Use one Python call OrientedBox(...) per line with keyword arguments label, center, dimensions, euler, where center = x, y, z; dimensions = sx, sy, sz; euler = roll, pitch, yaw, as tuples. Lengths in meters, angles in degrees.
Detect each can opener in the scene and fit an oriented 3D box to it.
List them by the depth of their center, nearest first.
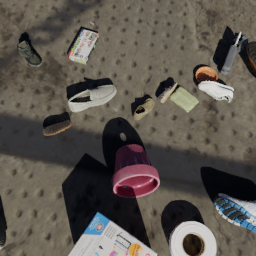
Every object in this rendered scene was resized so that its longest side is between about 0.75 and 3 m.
OrientedBox(label="can opener", center=(4.984, -3.435, 12.934), dimensions=(0.779, 0.622, 2.331), euler=(21, 69, 10))

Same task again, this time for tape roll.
OrientedBox(label="tape roll", center=(2.221, 4.056, 9.730), dimensions=(1.572, 0.550, 1.572), euler=(0, 67, 1))

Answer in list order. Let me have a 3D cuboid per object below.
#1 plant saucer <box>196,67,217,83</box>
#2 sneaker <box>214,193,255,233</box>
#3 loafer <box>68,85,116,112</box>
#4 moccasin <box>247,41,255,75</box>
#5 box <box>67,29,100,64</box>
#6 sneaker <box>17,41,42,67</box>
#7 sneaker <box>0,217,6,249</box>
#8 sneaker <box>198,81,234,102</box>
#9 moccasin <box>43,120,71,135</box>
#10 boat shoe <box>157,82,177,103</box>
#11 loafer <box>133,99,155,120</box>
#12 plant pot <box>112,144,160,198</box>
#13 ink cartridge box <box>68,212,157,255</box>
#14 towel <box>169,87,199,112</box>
OrientedBox(label="plant saucer", center=(3.544, -2.334, 12.694), dimensions=(0.972, 0.182, 0.972), euler=(0, 67, -1))
OrientedBox(label="sneaker", center=(4.511, 2.993, 10.064), dimensions=(2.867, 1.075, 1.242), euler=(28, 57, 8))
OrientedBox(label="loafer", center=(-1.509, -1.333, 11.942), dimensions=(2.172, 0.758, 0.759), euler=(-26, 69, -11))
OrientedBox(label="moccasin", center=(5.939, -2.968, 12.703), dimensions=(0.778, 0.821, 2.127), euler=(-21, 71, 6))
OrientedBox(label="box", center=(-2.083, -3.884, 13.298), dimensions=(0.932, 0.294, 1.693), euler=(19, 68, 8))
OrientedBox(label="sneaker", center=(-4.566, -3.421, 12.821), dimensions=(0.557, 0.835, 1.457), euler=(-42, 75, -14))
OrientedBox(label="sneaker", center=(-5.262, 3.459, 9.900), dimensions=(1.259, 0.887, 2.371), euler=(-34, 61, -8))
OrientedBox(label="sneaker", center=(3.801, -1.590, 12.190), dimensions=(1.539, 0.588, 0.620), euler=(15, 77, 8))
OrientedBox(label="moccasin", center=(-2.926, -0.001, 11.578), dimensions=(1.183, 0.457, 0.433), euler=(-28, 84, -15))
OrientedBox(label="boat shoe", center=(1.725, -1.617, 12.261), dimensions=(0.380, 0.422, 1.173), euler=(36, 77, 9))
OrientedBox(label="loafer", center=(0.704, -0.827, 11.913), dimensions=(0.465, 0.412, 1.223), euler=(37, 72, 15))
OrientedBox(label="plant pot", center=(0.200, 1.514, 10.334), dimensions=(1.706, 1.706, 1.527), euler=(-8, 51, -3))
OrientedBox(label="ink cartridge box", center=(-0.454, 4.134, 9.083), dimensions=(2.272, 1.643, 1.672), euler=(31, 70, 13))
OrientedBox(label="towel", center=(2.452, -1.267, 12.219), dimensions=(1.114, 0.203, 0.827), euler=(42, 72, 16))
